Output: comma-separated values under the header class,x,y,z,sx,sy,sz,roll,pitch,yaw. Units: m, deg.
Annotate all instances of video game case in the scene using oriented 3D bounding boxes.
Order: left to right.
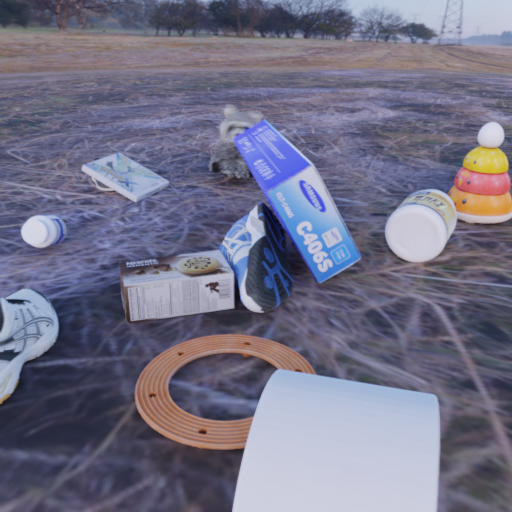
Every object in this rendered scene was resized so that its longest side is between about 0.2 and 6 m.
class,x,y,z,sx,sy,sz,roll,pitch,yaw
video game case,-3.171,-1.955,13.736,1.612,0.177,1.470,30,30,10

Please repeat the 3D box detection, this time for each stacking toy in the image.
class,x,y,z,sx,sy,sz,roll,pitch,yaw
stacking toy,4.778,-1.796,11.789,1.472,2.015,1.472,0,22,0

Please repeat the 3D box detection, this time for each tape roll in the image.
class,x,y,z,sx,sy,sz,roll,pitch,yaw
tape roll,0.588,1.736,3.965,1.170,1.704,1.704,7,24,15

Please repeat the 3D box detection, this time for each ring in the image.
class,x,y,z,sx,sy,sz,roll,pitch,yaw
ring,-0.329,1.511,6.417,2.072,0.199,2.072,1,23,0

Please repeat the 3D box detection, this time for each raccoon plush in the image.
class,x,y,z,sx,sy,sz,roll,pitch,yaw
raccoon plush,-0.611,-3.028,14.522,1.241,1.718,2.565,4,16,-19

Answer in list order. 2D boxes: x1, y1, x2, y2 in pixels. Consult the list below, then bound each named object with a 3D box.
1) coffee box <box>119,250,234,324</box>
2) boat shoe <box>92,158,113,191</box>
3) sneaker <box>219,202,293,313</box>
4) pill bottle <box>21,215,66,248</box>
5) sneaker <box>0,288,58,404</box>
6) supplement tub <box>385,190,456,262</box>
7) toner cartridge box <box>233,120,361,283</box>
class,x,y,z,sx,sy,sz,roll,pitch,yaw
coffee box,-1.200,0.433,8.342,1.580,0.631,0.893,-7,24,-15
boat shoe,-3.818,-2.091,14.308,0.654,0.565,1.801,-14,27,-29
sneaker,-0.056,0.131,8.998,0.978,0.961,2.538,-31,25,18
pill bottle,-3.837,-0.444,10.083,0.574,0.574,0.959,-1,5,-2
sneaker,-3.112,0.827,6.894,0.928,1.076,2.454,-3,22,-3
supplement tub,3.047,-0.597,10.223,1.059,1.059,1.466,12,26,25
toner cartridge box,0.602,-1.215,10.431,0.854,1.879,3.957,-31,25,4
